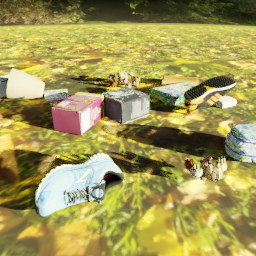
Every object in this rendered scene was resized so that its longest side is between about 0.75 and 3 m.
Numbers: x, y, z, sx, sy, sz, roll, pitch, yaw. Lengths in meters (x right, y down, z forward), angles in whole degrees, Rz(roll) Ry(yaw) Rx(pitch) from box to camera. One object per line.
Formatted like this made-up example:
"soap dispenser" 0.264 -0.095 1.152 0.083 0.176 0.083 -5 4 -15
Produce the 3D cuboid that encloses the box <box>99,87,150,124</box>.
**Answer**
"box" -0.148 -0.992 11.794 1.524 0.961 1.551 -22 34 -35

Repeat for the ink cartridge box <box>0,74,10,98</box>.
"ink cartridge box" -6.333 -2.209 14.485 1.294 0.733 1.765 16 31 32

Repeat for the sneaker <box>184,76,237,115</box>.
"sneaker" 3.470 -1.376 12.002 2.493 1.122 0.872 -22 46 -14

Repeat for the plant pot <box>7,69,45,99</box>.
"plant pot" -4.903 -1.989 13.589 1.541 1.443 1.443 11 23 -15

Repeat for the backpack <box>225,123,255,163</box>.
"backpack" 3.908 0.460 8.682 1.753 1.348 1.430 -11 35 6

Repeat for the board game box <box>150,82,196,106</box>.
"board game box" 2.612 -1.777 14.030 2.537 0.369 1.707 -14 29 -27

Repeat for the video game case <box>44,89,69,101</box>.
"video game case" -3.593 -1.665 14.062 1.160 0.140 1.272 -8 27 -16

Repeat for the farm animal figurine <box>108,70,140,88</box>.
"farm animal figurine" -0.227 -2.820 15.597 1.656 0.864 1.638 -3 26 -6

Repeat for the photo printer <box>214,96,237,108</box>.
"photo printer" 4.477 -1.222 12.950 0.929 0.323 0.773 -12 28 -22

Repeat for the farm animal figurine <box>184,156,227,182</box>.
"farm animal figurine" 2.132 1.136 7.378 1.204 0.628 1.190 -4 2 -1

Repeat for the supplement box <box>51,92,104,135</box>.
"supplement box" -1.879 -0.620 10.954 1.254 0.989 1.916 10 28 20

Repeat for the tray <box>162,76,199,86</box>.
"tray" 2.943 -2.629 15.795 1.986 0.368 0.979 5 27 8

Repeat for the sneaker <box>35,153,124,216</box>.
"sneaker" -1.092 1.410 6.891 1.123 0.979 2.497 27 37 37
